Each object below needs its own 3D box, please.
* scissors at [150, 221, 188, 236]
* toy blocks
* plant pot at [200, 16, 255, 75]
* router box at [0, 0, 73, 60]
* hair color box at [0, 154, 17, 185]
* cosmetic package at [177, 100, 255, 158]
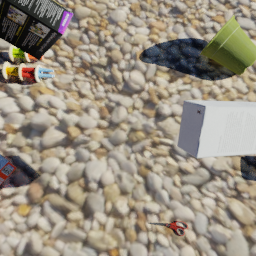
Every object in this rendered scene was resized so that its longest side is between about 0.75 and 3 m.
[{"bbox_3d":[1.081,2.529,7.384,0.988,0.069,0.361,19,69,10],"label":"scissors"},{"bbox_3d":[-3.176,-2.149,9.298,1.594,0.579,1.329,5,65,3],"label":"toy blocks"},{"bbox_3d":[3.440,-2.540,9.134,1.474,1.552,1.552,42,71,4],"label":"plant pot"},{"bbox_3d":[-2.469,-2.470,6.392,1.739,2.332,0.595,28,76,-27],"label":"router box"},{"bbox_3d":[-4.253,1.462,7.548,1.160,0.669,2.092,35,71,16],"label":"hair color box"},{"bbox_3d":[1.698,-0.008,4.681,1.630,0.581,0.826,0,106,-25],"label":"cosmetic package"}]
